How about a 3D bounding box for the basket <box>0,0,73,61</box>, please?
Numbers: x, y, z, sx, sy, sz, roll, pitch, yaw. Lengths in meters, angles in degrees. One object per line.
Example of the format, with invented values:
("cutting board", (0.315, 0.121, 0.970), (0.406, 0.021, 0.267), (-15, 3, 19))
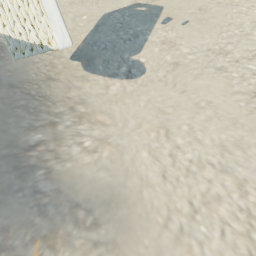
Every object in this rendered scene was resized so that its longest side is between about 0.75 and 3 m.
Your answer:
("basket", (-2.764, -3.177, 7.398), (1.594, 2.583, 1.751), (-25, 25, -12))
